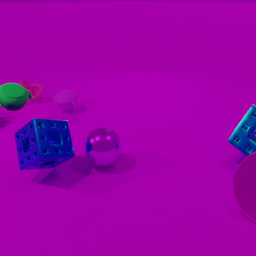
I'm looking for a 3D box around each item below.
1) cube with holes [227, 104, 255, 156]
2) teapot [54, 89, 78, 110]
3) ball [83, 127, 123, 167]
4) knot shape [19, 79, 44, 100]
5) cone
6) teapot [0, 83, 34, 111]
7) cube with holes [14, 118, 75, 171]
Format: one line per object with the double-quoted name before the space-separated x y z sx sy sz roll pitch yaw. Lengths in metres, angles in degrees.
"cube with holes" 2.976 0.203 6.036 0.954 0.954 0.954 7 29 -47
"teapot" -2.022 -0.900 9.133 0.756 0.595 1.216 -36 47 -29
"ball" -0.546 0.423 6.224 0.883 0.883 0.883 0 27 0
"knot shape" -3.534 -1.394 9.881 1.077 0.498 1.008 9 19 -22
"cone" 2.708 1.033 5.283 1.347 1.347 1.352 12 2 22
"teapot" -3.108 -0.809 7.640 0.820 0.646 1.319 42 42 20
"cube with holes" -1.740 0.353 5.837 0.813 0.813 0.813 -28 -21 37
